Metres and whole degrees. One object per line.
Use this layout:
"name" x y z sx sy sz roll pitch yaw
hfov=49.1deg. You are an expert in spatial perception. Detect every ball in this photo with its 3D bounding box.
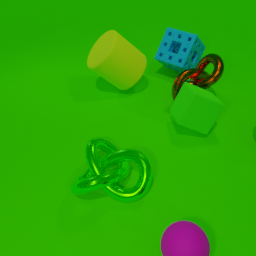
"ball" 0.940 1.952 4.632 0.801 0.801 0.801 0 38 0

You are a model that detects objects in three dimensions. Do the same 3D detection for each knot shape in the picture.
"knot shape" -0.276 0.924 5.974 1.603 0.791 1.713 12 39 16
"knot shape" 2.141 -1.510 8.489 0.854 1.729 1.847 52 34 3

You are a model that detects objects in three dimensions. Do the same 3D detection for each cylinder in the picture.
"cylinder" -0.350 -2.127 8.905 1.377 1.377 1.377 30 22 -35

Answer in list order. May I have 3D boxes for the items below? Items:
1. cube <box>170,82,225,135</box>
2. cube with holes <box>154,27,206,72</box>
"cube" 1.792 -0.532 7.412 0.912 0.912 0.912 19 24 -15
"cube with holes" 1.867 -2.684 9.969 1.146 1.146 1.146 27 8 30
